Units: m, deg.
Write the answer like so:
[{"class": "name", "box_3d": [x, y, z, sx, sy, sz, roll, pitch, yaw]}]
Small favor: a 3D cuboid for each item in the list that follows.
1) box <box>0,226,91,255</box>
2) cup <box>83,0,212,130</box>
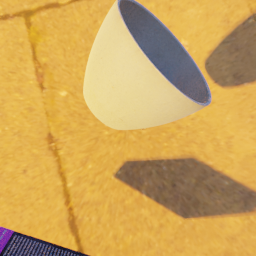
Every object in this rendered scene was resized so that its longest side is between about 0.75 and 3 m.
[{"class": "box", "box_3d": [-1.554, 2.934, 4.929, 2.784, 1.990, 0.503, 19, 109, -4]}, {"class": "cup", "box_3d": [0.145, -0.907, 5.288, 1.702, 2.380, 2.380, -39, 79, 30]}]
